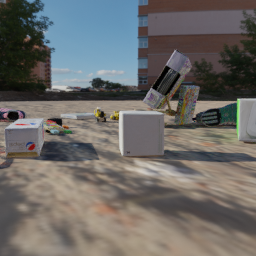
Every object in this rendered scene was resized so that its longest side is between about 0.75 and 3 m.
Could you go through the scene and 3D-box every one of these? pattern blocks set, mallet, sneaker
[{"bbox_3d":[-2.591,-0.060,9.483,1.489,0.121,1.309,17,11,31],"label":"pattern blocks set"},{"bbox_3d":[-2.841,-0.074,10.155,0.581,0.363,1.766,0,11,1],"label":"mallet"},{"bbox_3d":[3.976,-0.566,11.666,2.547,0.948,1.115,-3,3,-19],"label":"sneaker"},{"bbox_3d":[-5.760,-0.623,13.050,1.849,0.649,0.758,-2,4,-5],"label":"sneaker"}]

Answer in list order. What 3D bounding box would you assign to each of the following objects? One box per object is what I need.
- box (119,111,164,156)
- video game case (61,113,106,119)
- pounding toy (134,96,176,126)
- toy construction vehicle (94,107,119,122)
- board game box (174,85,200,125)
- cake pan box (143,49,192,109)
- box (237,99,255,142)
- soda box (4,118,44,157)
[{"bbox_3d":[0.277,0.095,6.149,0.919,0.914,0.787,-1,7,-5],"label":"box"},{"bbox_3d":[-2.418,-0.664,15.171,1.848,0.203,1.685,-6,9,-41],"label":"video game case"},{"bbox_3d":[0.997,-0.722,11.452,1.210,1.214,2.117,9,7,37],"label":"pounding toy"},{"bbox_3d":[-0.771,-0.664,13.355,1.609,0.651,1.848,-2,7,-14],"label":"toy construction vehicle"},{"bbox_3d":[2.505,-0.986,11.917,0.278,1.625,1.093,20,19,39],"label":"board game box"},{"bbox_3d":[1.727,-1.926,11.834,0.681,2.399,2.605,33,11,11],"label":"cake pan box"},{"bbox_3d":[4.326,-0.264,8.104,2.177,1.193,2.467,1,6,21],"label":"box"},{"bbox_3d":[-2.396,0.176,6.675,0.677,0.633,1.987,-2,7,-13],"label":"soda box"}]
